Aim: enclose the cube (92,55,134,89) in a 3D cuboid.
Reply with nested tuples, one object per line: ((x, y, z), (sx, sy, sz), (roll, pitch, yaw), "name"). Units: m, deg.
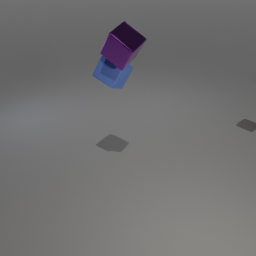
((-0.400, -1.545, 7.610), (0.700, 0.700, 0.700), (35, 18, 14), "cube")

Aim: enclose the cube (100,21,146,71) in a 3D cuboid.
((-0.117, -1.973, 6.749), (0.700, 0.700, 0.700), (39, 54, -1), "cube")
